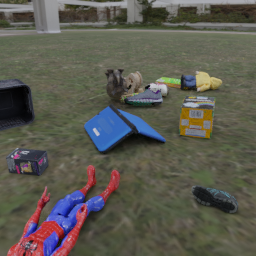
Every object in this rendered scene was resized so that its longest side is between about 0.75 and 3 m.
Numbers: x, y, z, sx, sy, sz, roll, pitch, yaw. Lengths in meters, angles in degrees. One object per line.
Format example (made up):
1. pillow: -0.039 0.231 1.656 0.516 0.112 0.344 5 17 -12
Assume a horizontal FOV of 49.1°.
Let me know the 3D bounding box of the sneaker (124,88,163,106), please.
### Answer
1. sneaker: 0.605 -1.265 11.196 1.542 0.675 0.574 0 -12 -9

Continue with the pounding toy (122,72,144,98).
1. pounding toy: -0.038 -1.977 12.568 1.782 1.019 1.022 17 29 35

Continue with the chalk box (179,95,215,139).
1. chalk box: 2.291 -0.447 9.143 1.004 0.997 1.608 7 24 18

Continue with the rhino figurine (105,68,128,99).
1. rhino figurine: -0.439 -1.722 10.981 0.806 1.179 2.697 -6 6 -7

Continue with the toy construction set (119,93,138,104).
1. toy construction set: 0.043 -1.210 11.608 0.839 0.387 0.550 -5 47 8

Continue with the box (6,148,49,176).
1. box: -2.470 0.825 6.912 0.839 0.445 0.513 4 24 8

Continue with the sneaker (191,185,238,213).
1. sneaker: 1.780 1.430 5.759 0.963 0.363 0.382 22 22 25

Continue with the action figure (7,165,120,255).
1. action figure: -1.150 1.592 4.921 0.976 0.771 2.983 12 29 20

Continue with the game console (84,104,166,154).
1. game console: -0.162 0.155 8.753 1.747 1.211 2.046 -37 31 -5

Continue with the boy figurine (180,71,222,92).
1. boy figurine: 3.503 -2.235 13.438 1.913 0.616 1.190 0 60 -5

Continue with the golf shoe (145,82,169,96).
1. golf shoe: 1.307 -1.703 12.601 0.696 0.549 1.513 -13 18 -19

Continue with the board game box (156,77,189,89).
1. board game box: 2.426 -2.283 14.215 1.855 0.278 0.886 11 27 29

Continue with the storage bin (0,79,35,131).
1. storage bin: -4.325 -0.735 9.256 2.090 1.413 0.980 -16 29 -32
